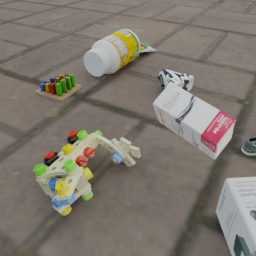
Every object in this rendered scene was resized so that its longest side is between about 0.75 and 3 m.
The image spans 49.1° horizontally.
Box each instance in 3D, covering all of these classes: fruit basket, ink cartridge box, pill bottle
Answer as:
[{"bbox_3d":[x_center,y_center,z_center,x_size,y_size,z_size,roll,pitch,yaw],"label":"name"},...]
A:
[{"bbox_3d":[0.481,-3.804,13.076,1.327,0.622,1.229,-21,41,-30],"label":"fruit basket"},{"bbox_3d":[1.320,-0.137,5.688,1.483,1.073,0.625,36,82,24],"label":"ink cartridge box"},{"bbox_3d":[2.906,2.144,4.654,1.973,1.136,2.704,-2,37,-3],"label":"ink cartridge box"},{"bbox_3d":[-0.643,-3.030,11.398,1.374,1.374,2.437,20,41,25],"label":"pill bottle"}]

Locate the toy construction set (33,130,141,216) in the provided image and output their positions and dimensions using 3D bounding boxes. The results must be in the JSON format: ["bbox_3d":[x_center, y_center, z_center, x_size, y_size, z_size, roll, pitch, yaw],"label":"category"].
[{"bbox_3d":[-0.977,0.775,6.434,1.731,1.216,2.640,0,21,42],"label":"toy construction set"}]

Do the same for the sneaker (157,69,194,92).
[{"bbox_3d":[1.433,-1.554,9.952,1.216,0.746,1.868,22,42,28],"label":"sneaker"}]

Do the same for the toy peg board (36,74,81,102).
[{"bbox_3d":[-2.538,-1.607,10.152,1.183,0.581,1.188,18,40,22],"label":"toy peg board"}]

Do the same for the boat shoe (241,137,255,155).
[{"bbox_3d":[3.778,0.411,7.571,1.398,0.432,0.509,-7,37,-10],"label":"boat shoe"}]
